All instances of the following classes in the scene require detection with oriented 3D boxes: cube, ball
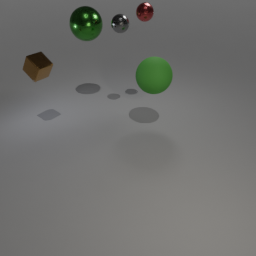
[{"bbox_3d":[-3.291,-2.234,10.225,0.700,0.700,0.700,46,45,6],"label":"cube"},{"bbox_3d":[-1.774,-4.406,11.864,1.400,1.400,1.400,0,31,0],"label":"ball"},{"bbox_3d":[0.660,-4.532,10.960,0.700,0.700,0.700,0,31,0],"label":"ball"},{"bbox_3d":[-0.296,-4.006,10.747,0.700,0.700,0.700,0,31,0],"label":"ball"},{"bbox_3d":[0.985,-1.983,10.609,1.400,1.400,1.400,0,31,0],"label":"ball"}]
